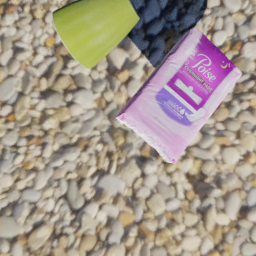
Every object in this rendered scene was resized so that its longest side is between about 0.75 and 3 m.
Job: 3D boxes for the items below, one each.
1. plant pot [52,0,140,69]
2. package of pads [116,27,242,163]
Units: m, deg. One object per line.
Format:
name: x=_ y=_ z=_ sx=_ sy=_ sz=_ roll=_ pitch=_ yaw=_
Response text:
plant pot: x=-0.492 y=-1.967 z=5.195 sx=1.307 sy=1.223 sz=1.223 roll=-27 pitch=80 yaw=17
package of pads: x=1.138 y=-0.703 z=6.267 sx=1.602 sy=1.006 sz=2.658 roll=41 pitch=81 yaw=-8
